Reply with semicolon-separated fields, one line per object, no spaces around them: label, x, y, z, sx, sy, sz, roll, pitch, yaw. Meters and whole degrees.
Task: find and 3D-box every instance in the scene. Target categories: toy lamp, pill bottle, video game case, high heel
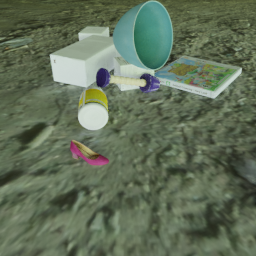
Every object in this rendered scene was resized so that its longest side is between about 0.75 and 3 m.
toy lamp;0.099;-1.526;9.060;2.338;0.681;0.681;1;26;-40
pill bottle;-0.988;-0.644;8.009;0.810;0.810;1.440;-3;34;-4
video game case;2.628;-2.062;10.687;2.542;0.308;2.792;21;39;30
high heel;-0.895;0.570;6.438;0.965;0.464;0.325;9;34;14

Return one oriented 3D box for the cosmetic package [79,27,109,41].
cosmetic package;-1.539;-4.007;12.999;1.087;1.086;1.318;6;32;9

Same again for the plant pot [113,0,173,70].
plant pot;0.258;-2.363;7.302;1.108;1.645;1.645;13;33;40

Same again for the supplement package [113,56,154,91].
supplement package;0.202;-2.015;10.017;1.235;0.937;0.930;-10;34;-14

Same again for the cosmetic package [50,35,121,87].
cosmetic package;-1.485;-2.734;11.030;1.508;1.059;2.974;15;36;22
